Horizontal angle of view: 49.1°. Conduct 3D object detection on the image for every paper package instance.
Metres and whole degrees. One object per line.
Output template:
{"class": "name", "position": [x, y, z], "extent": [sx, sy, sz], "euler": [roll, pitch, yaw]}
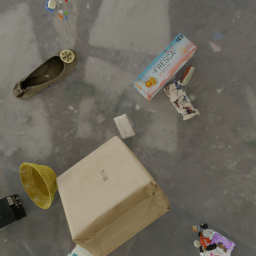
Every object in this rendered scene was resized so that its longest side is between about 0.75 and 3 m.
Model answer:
{"class": "paper package", "position": [-0.602, 2.028, 8.795], "extent": [2.737, 2.872, 1.486], "euler": [-35, 124, -5]}

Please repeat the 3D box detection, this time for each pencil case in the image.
{"class": "pencil case", "position": [2.015, -1.020, 10.489], "extent": [0.699, 0.608, 1.563], "euler": [-32, 82, 11]}

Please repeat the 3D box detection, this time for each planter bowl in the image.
{"class": "planter bowl", "position": [-2.971, 1.875, 9.821], "extent": [0.733, 1.760, 1.760], "euler": [-28, 80, -44]}

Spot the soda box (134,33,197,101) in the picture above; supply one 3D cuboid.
{"class": "soda box", "position": [1.375, -2.272, 10.566], "extent": [0.881, 0.819, 2.576], "euler": [43, 83, 6]}

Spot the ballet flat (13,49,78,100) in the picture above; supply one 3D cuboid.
{"class": "ballet flat", "position": [-3.134, -2.072, 10.610], "extent": [2.893, 0.671, 0.975], "euler": [-35, 83, -5]}

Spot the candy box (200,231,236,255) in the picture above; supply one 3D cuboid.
{"class": "candy box", "position": [3.155, 4.275, 9.846], "extent": [0.820, 0.350, 0.978], "euler": [30, 83, 4]}

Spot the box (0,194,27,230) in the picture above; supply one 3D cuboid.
{"class": "box", "position": [-4.503, 3.048, 9.643], "extent": [1.481, 1.100, 0.921], "euler": [-26, 83, -4]}

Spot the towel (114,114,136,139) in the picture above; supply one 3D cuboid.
{"class": "towel", "position": [-0.119, -0.049, 10.133], "extent": [0.576, 0.150, 0.869], "euler": [-19, 104, 32]}

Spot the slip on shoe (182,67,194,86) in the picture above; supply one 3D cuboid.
{"class": "slip on shoe", "position": [2.275, -2.014, 10.835], "extent": [0.249, 0.301, 0.813], "euler": [25, 88, 39]}

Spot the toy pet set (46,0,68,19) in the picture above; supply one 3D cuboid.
{"class": "toy pet set", "position": [-2.863, -4.779, 11.232], "extent": [0.764, 0.434, 0.818], "euler": [5, 84, -34]}

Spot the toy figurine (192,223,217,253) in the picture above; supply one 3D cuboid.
{"class": "toy figurine", "position": [2.575, 3.751, 9.558], "extent": [0.578, 0.830, 0.817], "euler": [-25, 40, 21]}

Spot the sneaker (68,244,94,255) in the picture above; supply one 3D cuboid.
{"class": "sneaker", "position": [-1.814, 4.546, 9.718], "extent": [2.159, 0.760, 1.009], "euler": [-15, 61, 2]}
